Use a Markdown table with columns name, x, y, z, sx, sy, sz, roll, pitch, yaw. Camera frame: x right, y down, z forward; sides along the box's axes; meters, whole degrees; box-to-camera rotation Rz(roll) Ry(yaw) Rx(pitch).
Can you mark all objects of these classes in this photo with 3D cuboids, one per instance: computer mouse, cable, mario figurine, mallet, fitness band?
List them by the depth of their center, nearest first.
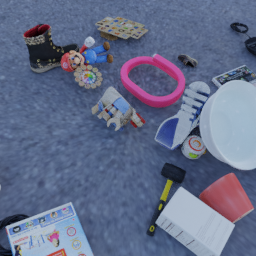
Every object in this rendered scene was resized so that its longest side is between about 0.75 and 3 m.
| name | x | y | z | sx | sy | sz | roll | pitch | yaw |
| --- | --- | --- | --- | --- | --- | --- | --- | --- | --- |
| cable | -3.233 | 3.065 | 8.042 | 1.581 | 0.402 | 1.290 | 26 | 55 | 19 |
| mallet | 1.222 | 2.227 | 8.712 | 0.785 | 0.491 | 2.384 | 16 | 60 | 7 |
| fitness band | 1.010 | -2.036 | 11.610 | 2.080 | 0.542 | 2.896 | -39 | 61 | -18 |
| mario figurine | -1.739 | -2.937 | 11.891 | 2.221 | 1.177 | 1.371 | -20 | 69 | -13 |
| computer mouse | 5.803 | -4.291 | 13.577 | 0.844 | 0.490 | 2.878 | -18 | 49 | 1 |

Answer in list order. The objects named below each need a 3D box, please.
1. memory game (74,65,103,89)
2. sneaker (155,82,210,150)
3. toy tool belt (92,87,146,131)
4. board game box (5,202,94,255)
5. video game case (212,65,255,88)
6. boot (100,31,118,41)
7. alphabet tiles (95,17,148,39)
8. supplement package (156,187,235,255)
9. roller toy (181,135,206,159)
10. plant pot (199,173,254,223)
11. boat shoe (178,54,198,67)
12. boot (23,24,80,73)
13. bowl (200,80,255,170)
| name | x | y | z | sx | sy | sz | roll | pitch | yaw |
| --- | --- | --- | --- | --- | --- | --- | --- | --- | --- |
| memory game | -1.632 | -2.118 | 11.549 | 1.200 | 0.076 | 1.200 | 8 | 62 | -15 |
| sneaker | 2.221 | -0.248 | 10.109 | 1.046 | 1.496 | 2.590 | 35 | 90 | 33 |
| toy tool belt | -0.422 | -0.453 | 10.330 | 1.278 | 1.298 | 2.079 | -44 | 60 | 4 |
| board game box | -2.095 | 3.225 | 7.588 | 1.882 | 0.526 | 1.843 | -15 | 56 | -26 |
| video game case | 4.783 | -1.831 | 11.820 | 1.829 | 0.214 | 1.663 | -23 | 57 | -15 |
| boot | -0.946 | -4.568 | 13.768 | 0.937 | 0.354 | 0.345 | 20 | 54 | 13 |
| alphabet tiles | -0.314 | -5.048 | 14.046 | 2.405 | 0.076 | 2.001 | 24 | 46 | 16 |
| supplement package | 1.824 | 2.688 | 7.837 | 1.749 | 1.026 | 1.023 | 35 | 61 | 15 |
| roller toy | 2.273 | 0.682 | 9.719 | 0.812 | 0.567 | 0.741 | -25 | 65 | -25 |
| plant pot | 2.947 | 2.153 | 8.254 | 1.280 | 1.280 | 1.133 | -24 | 61 | -17 |
| boat shoe | 2.659 | -3.024 | 12.614 | 0.969 | 0.361 | 0.355 | 27 | 58 | 20 |
| boot | -3.260 | -3.569 | 12.088 | 2.425 | 1.826 | 0.887 | -27 | 57 | -18 |
| bowl | 3.422 | -0.050 | 9.444 | 2.906 | 1.306 | 2.906 | 4 | 82 | -27 |
